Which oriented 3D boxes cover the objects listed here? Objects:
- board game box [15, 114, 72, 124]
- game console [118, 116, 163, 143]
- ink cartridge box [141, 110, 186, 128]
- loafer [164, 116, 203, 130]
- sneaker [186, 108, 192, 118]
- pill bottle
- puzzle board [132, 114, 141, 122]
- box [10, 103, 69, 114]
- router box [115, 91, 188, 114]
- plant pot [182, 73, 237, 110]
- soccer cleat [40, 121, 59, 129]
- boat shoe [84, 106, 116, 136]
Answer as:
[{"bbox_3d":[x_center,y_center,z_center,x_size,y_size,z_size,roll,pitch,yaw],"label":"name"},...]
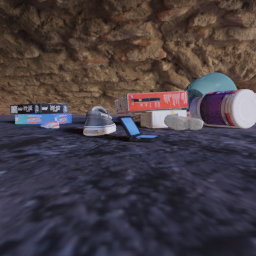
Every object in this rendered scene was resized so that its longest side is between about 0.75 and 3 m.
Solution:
[{"bbox_3d":[-4.342,-0.464,14.521,2.274,0.512,1.729,1,4,17],"label":"board game box"},{"bbox_3d":[0.311,0.003,6.615,0.878,0.581,0.998,1,4,18],"label":"game console"},{"bbox_3d":[1.492,-0.395,11.847,1.625,0.711,1.181,-1,4,-21],"label":"ink cartridge box"},{"bbox_3d":[1.989,-0.192,9.992,1.371,0.493,0.431,7,17,22],"label":"loafer"},{"bbox_3d":[2.975,-0.522,14.360,1.758,0.776,0.715,-22,6,6],"label":"sneaker"},{"bbox_3d":[3.937,-0.808,11.878,1.524,1.524,2.735,-2,4,-28],"label":"pill bottle"},{"bbox_3d":[1.215,-0.629,14.921,2.129,0.246,2.826,-8,-2,-13],"label":"puzzle board"},{"bbox_3d":[-4.792,-1.029,15.183,2.454,0.534,1.966,1,3,31],"label":"box"},{"bbox_3d":[0.949,-1.145,13.037,2.662,0.725,2.966,-4,1,-13],"label":"router box"},{"bbox_3d":[4.276,-1.526,15.601,2.242,2.793,2.793,-20,16,-39],"label":"plant pot"},{"bbox_3d":[-3.074,-0.134,10.979,0.833,0.305,0.284,1,4,19],"label":"soccer cleat"},{"bbox_3d":[-0.907,-0.274,8.912,0.886,0.837,2.470,0,4,7],"label":"boat shoe"}]
